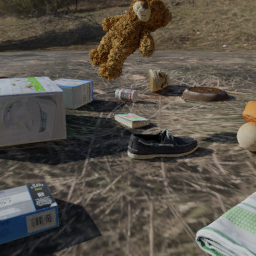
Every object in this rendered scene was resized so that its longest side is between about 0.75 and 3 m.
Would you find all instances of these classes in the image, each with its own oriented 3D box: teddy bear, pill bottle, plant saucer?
[{"bbox_3d":[-0.069,-2.479,7.563,2.596,1.882,0.867,-30,-32,24],"label":"teddy bear"},{"bbox_3d":[-0.065,-1.386,11.829,0.913,0.506,0.506,11,22,28],"label":"pill bottle"},{"bbox_3d":[3.502,-1.584,12.713,2.109,0.338,2.109,-1,18,0],"label":"plant saucer"}]

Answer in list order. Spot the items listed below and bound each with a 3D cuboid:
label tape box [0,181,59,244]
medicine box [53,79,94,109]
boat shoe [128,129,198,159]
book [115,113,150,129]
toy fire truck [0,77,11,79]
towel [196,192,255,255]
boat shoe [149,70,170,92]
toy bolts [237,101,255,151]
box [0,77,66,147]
[{"bbox_3d":[-1.688,1.180,4.403,0.890,0.411,1.242,-10,23,-27],"label":"label tape box"},{"bbox_3d":[-2.459,-1.427,11.367,1.547,0.874,1.698,7,20,19],"label":"medicine box"},{"bbox_3d":[0.874,0.329,6.657,1.798,0.564,0.653,-6,20,-16],"label":"boat shoe"},{"bbox_3d":[0.131,-0.259,8.996,0.681,0.245,1.019,-8,18,-32],"label":"book"},{"bbox_3d":[-5.021,-1.045,10.210,2.103,1.179,1.766,-7,-4,-22],"label":"toy fire truck"},{"bbox_3d":[2.295,1.394,3.855,2.328,0.357,1.737,-16,25,-39],"label":"towel"},{"bbox_3d":[1.607,-2.496,14.197,1.017,1.084,2.939,-4,17,7],"label":"boat shoe"},{"bbox_3d":[4.058,0.282,6.172,2.590,1.881,2.711,38,1,-14],"label":"toy bolts"},{"bbox_3d":[-3.376,-0.631,8.148,2.576,1.411,2.919,-8,20,-23],"label":"box"}]
